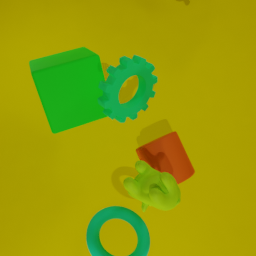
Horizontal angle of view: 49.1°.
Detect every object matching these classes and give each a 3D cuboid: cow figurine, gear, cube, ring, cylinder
[{"bbox_3d":[0.416,1.016,4.494,1.159,1.140,0.636,17,64,46],"label":"cow figurine"},{"bbox_3d":[0.019,-0.714,5.253,1.254,1.254,0.232,-42,49,-14],"label":"gear"},{"bbox_3d":[-1.246,-0.871,6.030,1.318,1.318,1.318,-19,28,-13],"label":"cube"},{"bbox_3d":[-0.163,1.931,4.978,1.169,0.234,1.169,12,44,-11],"label":"ring"},{"bbox_3d":[0.766,0.677,5.819,0.941,0.941,0.941,-24,87,-8],"label":"cylinder"}]
